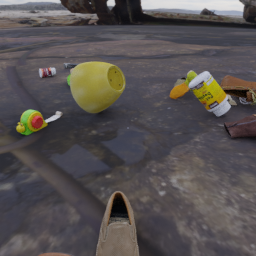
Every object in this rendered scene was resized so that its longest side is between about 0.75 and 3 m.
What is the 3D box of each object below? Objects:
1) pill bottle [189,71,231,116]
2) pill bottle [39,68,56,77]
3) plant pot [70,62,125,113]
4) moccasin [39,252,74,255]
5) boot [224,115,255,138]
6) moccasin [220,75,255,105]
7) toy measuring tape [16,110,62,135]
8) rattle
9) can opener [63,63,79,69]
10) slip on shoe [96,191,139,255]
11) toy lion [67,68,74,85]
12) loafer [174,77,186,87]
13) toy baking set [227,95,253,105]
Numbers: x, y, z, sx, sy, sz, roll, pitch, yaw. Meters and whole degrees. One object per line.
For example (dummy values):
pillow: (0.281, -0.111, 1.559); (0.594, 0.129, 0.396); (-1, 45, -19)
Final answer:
pill bottle: (3.684, -1.484, 12.500); (1.059, 1.939, 1.059); (-41, 8, 7)
pill bottle: (-5.338, -3.699, 18.596); (0.990, 0.565, 0.565); (-14, 29, -26)
plant pot: (-1.121, -1.973, 12.446); (1.675, 2.360, 2.360); (-12, 14, 38)
moccasin: (-0.855, 2.938, 4.812); (2.288, 0.837, 0.883); (25, 26, 25)
boot: (4.852, 0.225, 10.638); (1.851, 0.805, 2.225); (-12, 27, 4)
moccasin: (5.951, -1.690, 13.562); (3.018, 1.104, 1.165); (22, 73, 19)
toy measuring tape: (-3.664, -0.486, 11.695); (0.908, 0.908, 2.468); (13, 29, 25)
rattle: (3.670, -2.034, 15.443); (1.643, 1.803, 2.524); (38, 17, 19)
can opener: (-4.079, -4.614, 20.714); (1.388, 0.370, 0.464); (1, 27, -1)
slip on shoe: (-0.195, 2.345, 6.004); (0.912, 0.727, 2.399); (1, 26, 3)
toy lion: (-2.491, -2.771, 16.651); (2.399, 0.824, 2.300); (4, 34, 8)
loafer: (2.994, -2.486, 16.086); (0.660, 0.585, 1.735); (8, 27, 16)
toy baking set: (6.110, -1.776, 14.936); (2.683, 0.312, 2.059); (-12, 28, -22)
